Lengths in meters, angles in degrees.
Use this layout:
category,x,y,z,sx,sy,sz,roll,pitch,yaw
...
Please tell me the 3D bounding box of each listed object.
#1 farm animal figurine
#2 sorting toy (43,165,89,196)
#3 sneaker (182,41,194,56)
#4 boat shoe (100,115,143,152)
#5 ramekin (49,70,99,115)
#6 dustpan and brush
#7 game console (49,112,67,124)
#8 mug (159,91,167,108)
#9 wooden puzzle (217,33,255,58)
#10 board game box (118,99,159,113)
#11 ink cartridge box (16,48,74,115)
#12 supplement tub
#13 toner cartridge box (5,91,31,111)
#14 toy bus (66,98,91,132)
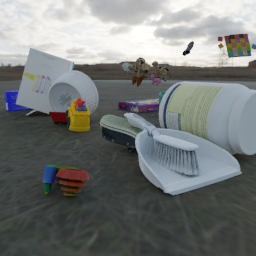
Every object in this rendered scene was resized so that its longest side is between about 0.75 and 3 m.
category,x,y,z,sx,sy,sz,roll,pitch,yaw
farm animal figurine,0.670,-2.138,10.127,1.405,0.733,1.390,-17,47,-24
sorting toy,-1.149,0.927,4.918,0.690,0.471,1.148,11,-6,-29
sneaker,2.780,-3.586,12.681,0.294,0.779,0.443,33,13,-12
boat shoe,0.197,0.272,7.269,2.054,0.639,0.766,19,29,16
ramekin,-2.262,-1.219,11.284,2.014,2.014,0.938,5,26,21
dustpan and brush,0.739,0.305,6.283,2.086,0.855,2.989,-8,17,-32
game console,-2.301,-0.453,10.582,1.018,0.604,0.877,4,23,14
mug,2.111,-1.076,12.677,1.245,0.937,1.515,-12,22,-36
wooden puzzle,3.392,-2.543,8.652,1.253,0.743,0.088,-6,-11,-5
board game box,1.163,-1.206,14.685,2.915,0.471,1.749,-9,19,-36
ink cartridge box,-3.785,-1.936,12.887,1.809,2.889,1.857,16,10,-9
supplement tub,2.163,-0.294,7.210,1.730,1.730,2.386,-9,15,-36
toner cartridge box,-5.160,-1.439,14.355,2.048,0.973,0.442,-8,15,-35
toy bus,-1.673,-0.593,9.539,0.769,1.087,1.133,0,37,-20
